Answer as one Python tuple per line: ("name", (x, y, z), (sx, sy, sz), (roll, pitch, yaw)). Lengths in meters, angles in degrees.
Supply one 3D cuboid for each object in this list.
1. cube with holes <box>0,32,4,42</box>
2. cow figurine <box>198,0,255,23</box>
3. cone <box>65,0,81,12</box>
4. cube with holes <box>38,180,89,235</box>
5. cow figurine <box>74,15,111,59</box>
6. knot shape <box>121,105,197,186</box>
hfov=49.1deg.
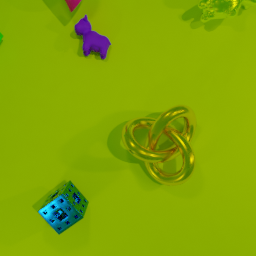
("cube with holes", (-3.830, -2.304, 7.022), (0.824, 0.824, 0.824), (26, 84, -3))
("cow figurine", (2.706, -3.394, 7.509), (1.510, 0.829, 1.486), (-1, 32, 32))
("cone", (-1.516, -3.585, 6.964), (0.944, 0.941, 0.941), (36, 80, -25))
("cube with holes", (-1.435, 1.785, 6.354), (0.709, 0.709, 0.709), (-37, 99, 9))
("cow figurine", (-0.935, -2.434, 7.462), (1.039, 0.570, 1.022), (11, 81, -4))
("knot shape", (0.898, 0.486, 6.655), (1.936, 0.895, 1.812), (-15, 88, -8))
